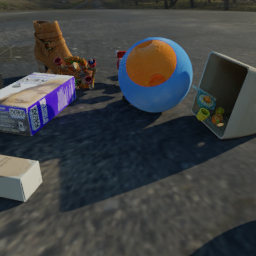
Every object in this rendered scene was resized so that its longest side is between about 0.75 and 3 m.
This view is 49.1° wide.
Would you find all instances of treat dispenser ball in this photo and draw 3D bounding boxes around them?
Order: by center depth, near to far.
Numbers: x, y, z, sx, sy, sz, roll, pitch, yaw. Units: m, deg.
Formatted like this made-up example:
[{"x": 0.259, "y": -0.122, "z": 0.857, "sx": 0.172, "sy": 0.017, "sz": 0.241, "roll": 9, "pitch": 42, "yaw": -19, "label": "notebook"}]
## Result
[{"x": 0.812, "y": -1.577, "z": 8.449, "sx": 2.212, "sy": 2.212, "sz": 2.212, "roll": 0, "pitch": 27, "yaw": 0, "label": "treat dispenser ball"}]

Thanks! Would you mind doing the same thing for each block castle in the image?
[{"x": -2.031, "y": -2.113, "z": 10.525, "sx": 1.657, "sy": 0.777, "sz": 1.107, "roll": 4, "pitch": 67, "yaw": 8, "label": "block castle"}]

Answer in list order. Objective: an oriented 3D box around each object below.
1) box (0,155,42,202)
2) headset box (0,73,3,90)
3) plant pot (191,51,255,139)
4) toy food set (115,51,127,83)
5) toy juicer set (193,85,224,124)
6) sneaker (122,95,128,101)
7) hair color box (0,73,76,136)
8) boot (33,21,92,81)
[{"x": -2.444, "y": 0.916, "z": 5.414, "sx": 1.371, "sy": 0.533, "sz": 0.651, "roll": 6, "pitch": 28, "yaw": 13, "label": "box"}, {"x": -5.425, "y": -1.548, "z": 9.756, "sx": 1.682, "sy": 0.780, "sz": 1.464, "roll": 18, "pitch": 26, "yaw": 29, "label": "headset box"}, {"x": 3.100, "y": -0.869, "z": 7.662, "sx": 1.655, "sy": 1.869, "sz": 1.867, "roll": 5, "pitch": 25, "yaw": -17, "label": "plant pot"}, {"x": -0.067, "y": -2.339, "z": 10.959, "sx": 1.166, "sy": 1.237, "sz": 2.592, "roll": 8, "pitch": 26, "yaw": 18, "label": "toy food set"}, {"x": 2.277, "y": -0.692, "z": 7.705, "sx": 0.871, "sy": 0.372, "sz": 1.368, "roll": 17, "pitch": 46, "yaw": -12, "label": "toy juicer set"}, {"x": 0.232, "y": -1.238, "z": 9.600, "sx": 0.482, "sy": 0.526, "sz": 1.236, "roll": 19, "pitch": 33, "yaw": 35, "label": "sneaker"}, {"x": -2.866, "y": -0.848, "z": 8.459, "sx": 1.532, "sy": 0.908, "sz": 2.802, "roll": 7, "pitch": 30, "yaw": 13, "label": "hair color box"}, {"x": -2.707, "y": -3.123, "z": 11.320, "sx": 2.948, "sy": 2.281, "sz": 1.086, "roll": 13, "pitch": 30, "yaw": 23, "label": "boot"}]
